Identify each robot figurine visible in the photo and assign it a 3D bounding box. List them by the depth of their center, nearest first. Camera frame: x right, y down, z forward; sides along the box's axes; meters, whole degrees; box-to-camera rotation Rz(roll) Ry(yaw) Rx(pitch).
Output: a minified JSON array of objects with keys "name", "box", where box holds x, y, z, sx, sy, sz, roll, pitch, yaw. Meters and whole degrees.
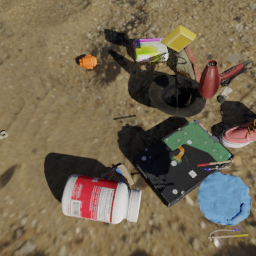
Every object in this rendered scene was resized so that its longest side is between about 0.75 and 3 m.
[{"name":"robot figurine","box":[-1.717,-2.883,12.260,0.789,0.460,0.568,-9,36,-5]}]

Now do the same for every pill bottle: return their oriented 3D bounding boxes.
[{"name":"pill bottle","box":[-0.751,2.155,8.402,2.202,1.236,1.236,8,57,5]}]

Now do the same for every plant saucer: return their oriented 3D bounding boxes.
[{"name":"plant saucer","box":[1.771,-3.017,9.703,0.928,0.928,0.225,12,56,-38]}]

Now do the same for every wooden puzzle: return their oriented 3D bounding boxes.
[{"name":"wooden puzzle","box":[-0.356,1.689,9.338,0.880,0.204,0.815,-24,59,-16]}]

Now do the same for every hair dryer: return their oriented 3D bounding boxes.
[{"name":"hair dryer","box":[2.873,-1.630,8.656,2.249,1.713,0.611,3,36,-51]}]

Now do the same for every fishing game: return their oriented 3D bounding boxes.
[{"name":"fishing game","box":[2.349,1.713,6.858,1.320,0.287,1.843,-9,74,-1]}]

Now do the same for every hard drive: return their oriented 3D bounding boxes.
[{"name":"hard drive","box":[1.865,1.089,9.533,2.876,0.544,2.009,-31,62,-19]}]

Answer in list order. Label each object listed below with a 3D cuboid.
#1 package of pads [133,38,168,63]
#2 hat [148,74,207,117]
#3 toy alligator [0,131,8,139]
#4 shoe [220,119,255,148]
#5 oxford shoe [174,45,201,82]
[{"name":"package of pads","box":[1.023,-3.511,12.643,1.471,0.502,1.136,-5,56,-3]},{"name":"hat","box":[1.836,-1.084,10.806,2.212,0.892,2.212,2,60,-3]},{"name":"toy alligator","box":[-4.892,0.881,9.630,0.670,0.613,2.260,14,57,9]},{"name":"shoe","box":[4.484,0.000,9.950,2.329,1.060,0.832,-9,57,-6]},{"name":"oxford shoe","box":[2.553,-2.445,11.919,0.848,0.814,2.298,-21,57,20]}]
